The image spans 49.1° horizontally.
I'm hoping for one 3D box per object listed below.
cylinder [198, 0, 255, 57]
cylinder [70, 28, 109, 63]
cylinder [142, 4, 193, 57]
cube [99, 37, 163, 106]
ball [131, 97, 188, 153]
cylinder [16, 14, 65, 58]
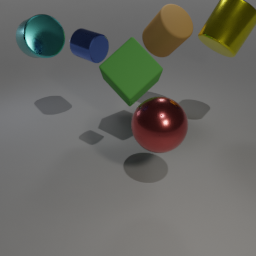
[{"bbox_3d":[3.241,-3.254,9.089,1.400,1.400,1.400,31,10,-6],"label":"cylinder"},{"bbox_3d":[-0.954,-2.038,6.938,0.700,0.700,0.700,27,38,30],"label":"cylinder"},{"bbox_3d":[1.454,-3.587,10.445,1.400,1.400,1.400,-19,-7,-30],"label":"cylinder"},{"bbox_3d":[0.095,-1.745,9.033,1.400,1.400,1.400,-43,-4,-3],"label":"cube"},{"bbox_3d":[0.779,-0.077,6.957,1.400,1.400,1.400,0,29,0],"label":"ball"},{"bbox_3d":[-3.105,-3.192,9.888,1.400,1.400,1.400,-17,21,-27],"label":"cylinder"}]
